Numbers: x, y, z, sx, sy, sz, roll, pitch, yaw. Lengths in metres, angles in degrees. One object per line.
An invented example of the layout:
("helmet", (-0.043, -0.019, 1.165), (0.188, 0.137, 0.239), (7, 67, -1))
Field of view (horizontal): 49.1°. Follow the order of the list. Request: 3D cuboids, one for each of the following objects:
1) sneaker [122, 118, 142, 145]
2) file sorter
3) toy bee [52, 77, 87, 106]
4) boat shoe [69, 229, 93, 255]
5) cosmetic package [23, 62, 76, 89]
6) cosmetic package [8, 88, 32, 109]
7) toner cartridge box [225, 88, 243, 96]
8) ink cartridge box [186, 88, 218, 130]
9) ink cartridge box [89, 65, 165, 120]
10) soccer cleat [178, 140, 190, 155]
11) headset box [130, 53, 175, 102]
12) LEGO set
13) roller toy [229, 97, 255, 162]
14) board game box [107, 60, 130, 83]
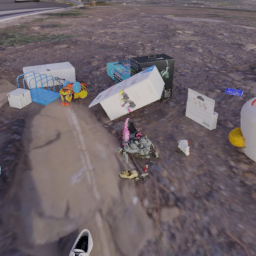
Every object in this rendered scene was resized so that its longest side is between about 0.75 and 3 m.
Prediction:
("sneaker", (0.164, 0.165, 10.067), (0.674, 0.558, 1.414), (7, 36, -4))
("file sorter", (-4.140, -1.916, 13.083), (1.722, 1.056, 1.195), (16, 34, 25))
("toy bee", (-2.691, -1.585, 12.717), (1.393, 1.157, 2.128), (14, 7, 43))
("boat shoe", (-1.004, 2.656, 5.730), (0.457, 0.417, 1.269), (7, 30, 11))
("cosmetic package", (-4.127, -2.807, 14.798), (2.457, 0.910, 1.249), (-15, 33, -22))
("cosmetic package", (-4.825, -1.331, 12.485), (0.621, 0.621, 0.753), (12, 33, 18))
("toner cartridge box", (5.182, -1.762, 13.697), (0.774, 0.167, 0.367), (18, 34, 28))
("ink cartridge box", (2.867, -0.777, 10.884), (0.314, 1.250, 1.441), (-17, 34, -27))
("ink cartridge box", (-0.039, -1.330, 11.467), (2.845, 0.965, 1.638), (-22, 21, 25))
("soccer cleat", (1.864, 0.660, 9.371), (0.349, 0.312, 0.900), (-2, 23, 6))
("headset box", (1.073, -2.305, 12.727), (1.804, 2.073, 0.961), (-13, 33, -20))
("LEGO set", (0.324, 0.768, 8.837), (1.394, 0.608, 2.146), (-3, 30, -6))
("roller toy", (4.794, 0.101, 8.805), (2.579, 1.802, 2.352), (-20, 27, -18))
("board game box", (0.439, -2.829, 14.923), (2.181, 0.678, 2.888), (-13, 34, -24))
